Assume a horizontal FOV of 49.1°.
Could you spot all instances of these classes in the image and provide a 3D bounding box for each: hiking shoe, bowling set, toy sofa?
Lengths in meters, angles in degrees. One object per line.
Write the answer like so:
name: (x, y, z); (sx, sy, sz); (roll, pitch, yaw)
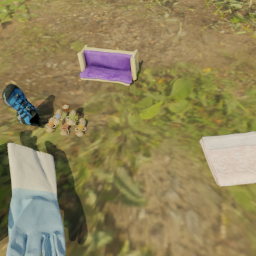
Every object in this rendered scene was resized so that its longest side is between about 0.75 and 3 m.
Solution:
hiking shoe: (-2.435, -0.526, 6.634); (0.600, 1.383, 0.515); (18, 63, 15)
bowling set: (-1.574, -0.187, 6.849); (1.028, 0.716, 0.552); (-1, 49, 4)
toy sofa: (-0.609, -1.933, 8.538); (1.806, 0.748, 0.881); (10, 48, 14)

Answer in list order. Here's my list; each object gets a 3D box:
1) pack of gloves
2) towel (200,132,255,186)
pack of gloves: (-2.181, 1.159, 4.335); (2.301, 0.540, 2.739); (23, 24, -33)
towel: (2.504, 0.656, 6.301); (1.454, 0.234, 1.389); (-5, 44, -4)
